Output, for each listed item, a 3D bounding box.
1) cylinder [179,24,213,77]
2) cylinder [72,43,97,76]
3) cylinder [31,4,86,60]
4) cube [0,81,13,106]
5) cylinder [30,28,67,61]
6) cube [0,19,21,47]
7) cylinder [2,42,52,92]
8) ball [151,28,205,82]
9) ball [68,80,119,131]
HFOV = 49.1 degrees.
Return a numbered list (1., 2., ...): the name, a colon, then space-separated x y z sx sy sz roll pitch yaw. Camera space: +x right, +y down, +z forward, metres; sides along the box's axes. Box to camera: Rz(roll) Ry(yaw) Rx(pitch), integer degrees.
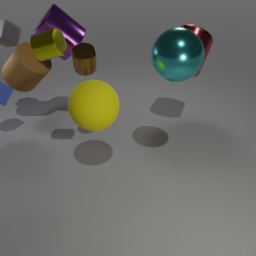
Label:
1. cylinder: 2.219 -2.813 10.325 1.400 1.400 1.400 24 -5 2
2. cylinder: -1.285 -2.030 8.301 0.700 0.700 0.700 2 62 -4
3. cylinder: -2.461 -3.391 10.005 1.400 1.400 1.400 34 17 -28
4. cube: -4.658 -1.297 9.898 0.700 0.700 0.700 20 -8 32
5. cylinder: -2.073 -2.183 7.352 0.700 0.700 0.700 -10 28 16
6. cube: -4.458 -3.438 10.224 0.700 0.700 0.700 4 -8 31
7. cylinder: -3.912 -2.328 10.838 1.400 1.400 1.400 -33 10 37
8. ball: 1.314 -1.935 7.462 1.400 1.400 1.400 0 30 0
9. ball: -0.937 -0.621 7.720 1.400 1.400 1.400 0 30 0
